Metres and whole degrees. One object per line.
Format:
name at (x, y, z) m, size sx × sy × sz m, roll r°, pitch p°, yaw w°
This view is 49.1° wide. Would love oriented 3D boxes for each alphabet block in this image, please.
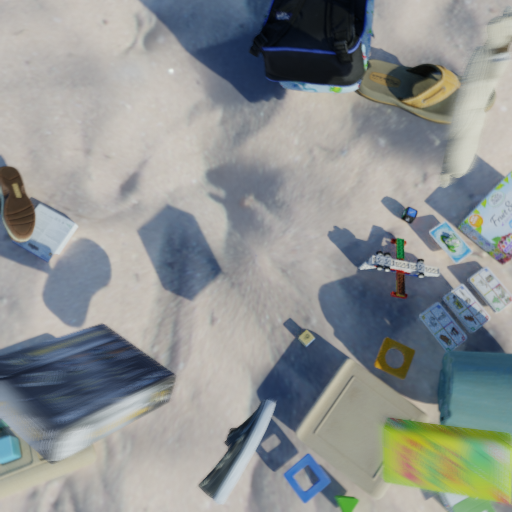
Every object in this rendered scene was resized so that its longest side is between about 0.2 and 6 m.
alphabet block at (0.984, 1.621, 10.977) m, size 0.223 × 0.222 × 0.227 m, roll -40°, pitch 75°, yaw -14°

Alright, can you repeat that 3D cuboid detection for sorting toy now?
sorting toy at (-4.222, 3.039, 10.318) m, size 3.994 × 0.544 × 2.249 m, roll -19°, pitch 72°, yaw -6°
sorting toy at (1.956, 3.142, 10.353) m, size 1.930 × 0.467 × 3.428 m, roll 37°, pitch 75°, yaw 7°

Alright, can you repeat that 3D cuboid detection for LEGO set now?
LEGO set at (3.542, 0.373, 11.378) m, size 2.083 × 0.684 × 2.788 m, roll -31°, pitch 75°, yaw -23°

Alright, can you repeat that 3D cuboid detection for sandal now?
sandal at (3.736, -3.808, 12.466) m, size 3.208 × 0.866 × 1.288 m, roll 16°, pitch 71°, yaw 6°

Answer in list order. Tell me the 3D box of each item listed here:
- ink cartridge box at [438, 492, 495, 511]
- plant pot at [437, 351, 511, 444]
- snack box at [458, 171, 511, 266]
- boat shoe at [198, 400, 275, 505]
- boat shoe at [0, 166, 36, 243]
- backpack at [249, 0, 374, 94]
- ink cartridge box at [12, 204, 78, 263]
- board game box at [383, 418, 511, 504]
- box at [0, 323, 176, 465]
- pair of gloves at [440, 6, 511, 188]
ink cartridge box at (3.637, 4.163, 10.018) m, size 0.691 × 0.395 × 1.331 m, roll -24°, pitch 73°, yaw -8°
plant pot at (4.254, 2.487, 9.961) m, size 1.809 × 1.847 × 1.847 m, roll 5°, pitch 71°, yaw 11°
snack box at (5.265, -0.830, 11.679) m, size 1.219 × 0.454 × 1.715 m, roll 43°, pitch 76°, yaw 13°
boat shoe at (-0.276, 2.824, 8.278) m, size 0.465 × 0.564 × 1.643 m, roll 30°, pitch 78°, yaw 6°
boat shoe at (-5.029, -0.980, 11.670) m, size 0.661 × 0.663 × 1.791 m, roll 0°, pitch 59°, yaw -36°
backpack at (1.395, -4.930, 12.210) m, size 2.387 × 1.917 × 2.608 m, roll 8°, pitch 70°, yaw 17°
ink cartridge box at (-4.396, -0.456, 11.680) m, size 0.975 × 0.215 × 0.994 m, roll 28°, pitch 76°, yaw 11°
board game box at (2.628, 2.813, 7.774) m, size 1.645 × 0.392 × 0.836 m, roll 1°, pitch 101°, yaw 22°
box at (-2.609, 1.901, 8.317) m, size 1.793 × 2.264 × 0.547 m, roll 27°, pitch 112°, yaw 26°
pair of gloves at (3.806, -2.699, 9.460) m, size 0.502 × 2.435 × 2.864 m, roll 20°, pitch 56°, yaw 21°
